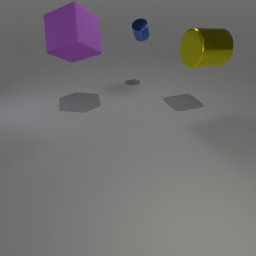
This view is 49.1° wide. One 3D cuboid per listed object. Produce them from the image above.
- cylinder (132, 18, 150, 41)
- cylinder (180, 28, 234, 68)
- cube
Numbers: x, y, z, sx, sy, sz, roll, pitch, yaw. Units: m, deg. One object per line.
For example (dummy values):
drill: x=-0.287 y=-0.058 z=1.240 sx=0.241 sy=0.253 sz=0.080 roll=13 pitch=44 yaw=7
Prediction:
cylinder: x=0.566 y=-4.324 z=12.371 sx=0.700 sy=0.700 sz=0.700 roll=-5 pitch=66 yaw=11
cylinder: x=2.876 y=-2.941 z=10.338 sx=1.400 sy=1.400 sz=1.400 roll=-8 pitch=31 yaw=-23
cube: x=-1.917 y=-3.277 z=9.830 sx=1.400 sy=1.400 sz=1.400 roll=-9 pitch=-6 yaw=27
